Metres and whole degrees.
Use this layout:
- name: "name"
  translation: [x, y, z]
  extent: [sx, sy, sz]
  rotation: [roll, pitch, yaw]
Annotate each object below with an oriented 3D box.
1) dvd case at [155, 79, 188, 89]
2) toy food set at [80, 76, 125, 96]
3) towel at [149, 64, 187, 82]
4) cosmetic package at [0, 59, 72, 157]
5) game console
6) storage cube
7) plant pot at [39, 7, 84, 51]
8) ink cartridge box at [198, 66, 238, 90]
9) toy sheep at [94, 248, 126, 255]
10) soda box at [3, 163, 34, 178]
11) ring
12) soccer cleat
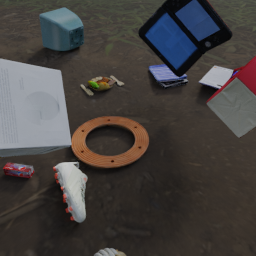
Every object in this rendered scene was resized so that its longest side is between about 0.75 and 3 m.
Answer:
- name: "dvd case"
  translation: [2.203, -2.418, 14.299]
  extent: [1.375, 0.170, 1.033]
  rotation: [-16, 40, -21]
- name: "toy food set"
  translation: [-1.303, -2.278, 13.933]
  extent: [1.956, 0.393, 1.350]
  rotation: [-23, 43, -26]
- name: "towel"
  translation: [2.040, -2.945, 14.679]
  extent: [1.547, 0.255, 2.137]
  rotation: [-8, 31, -7]
- name: "cosmetic package"
  translation: [-2.715, -0.408, 6.846]
  extent: [1.282, 2.079, 2.086]
  rotation: [-16, -11, 36]
- name: "game console"
  translation: [2.328, -3.862, 11.479]
  extent: [2.440, 2.832, 1.680]
  rotation: [-15, 37, 58]
- name: "storage cube"
  translation: [3.495, -0.911, 8.151]
  extent: [1.687, 1.442, 1.517]
  rotation: [47, 56, 4]
- name: "plant pot"
  translation: [-3.877, -5.946, 17.381]
  extent: [2.127, 2.082, 2.088]
  rotation: [30, 47, 26]
- name: "ink cartridge box"
  translation: [4.893, -2.197, 13.763]
  extent: [2.284, 0.543, 2.311]
  rotation: [23, 45, 25]
- name: "toy sheep"
  translation: [-0.541, 3.244, 6.595]
  extent: [1.136, 0.783, 0.783]
  rotation: [-9, 37, -31]
- name: "soda box"
  translation: [-3.629, 1.406, 9.306]
  extent: [0.920, 0.292, 0.322]
  rotation: [6, 37, 9]
- name: "ring"
  translation: [-0.665, 0.488, 10.517]
  extent: [2.892, 0.278, 2.892]
  rotation: [1, 38, -1]
- name: "soccer cleat"
  translation: [-1.585, 1.789, 8.452]
  extent: [0.908, 0.811, 2.340]
  rotation: [-14, 37, -21]
